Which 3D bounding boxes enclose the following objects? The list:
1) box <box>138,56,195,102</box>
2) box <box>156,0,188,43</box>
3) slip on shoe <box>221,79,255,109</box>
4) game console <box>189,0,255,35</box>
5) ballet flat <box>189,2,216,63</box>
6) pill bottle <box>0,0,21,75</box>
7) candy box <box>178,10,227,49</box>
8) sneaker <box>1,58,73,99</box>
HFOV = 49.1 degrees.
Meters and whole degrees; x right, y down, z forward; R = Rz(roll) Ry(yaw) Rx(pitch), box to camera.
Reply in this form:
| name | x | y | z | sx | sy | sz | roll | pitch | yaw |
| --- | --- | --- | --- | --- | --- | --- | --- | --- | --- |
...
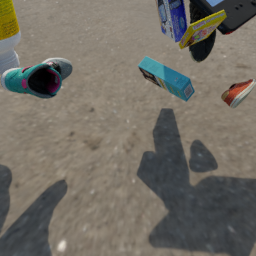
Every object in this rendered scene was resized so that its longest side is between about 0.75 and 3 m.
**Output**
| name | x | y | z | sx | sy | sz | roll | pitch | yaw |
| --- | --- | --- | --- | --- | --- | --- | --- | --- | --- |
| box | 0.987 | -1.304 | 7.358 | 1.545 | 0.636 | 0.380 | 37 | 84 | 35 |
| box | 1.245 | -3.329 | 8.135 | 0.465 | 1.333 | 2.240 | -15 | 27 | 4 |
| slip on shoe | 2.620 | -0.887 | 6.572 | 0.432 | 0.524 | 1.413 | 40 | 45 | 20 |
| game console | 2.225 | -3.736 | 7.041 | 2.410 | 0.423 | 2.725 | -37 | 81 | -31 |
| ballet flat | 2.102 | -2.916 | 8.073 | 0.762 | 0.651 | 2.292 | 8 | 78 | -6 |
| pill bottle | -3.420 | -2.734 | 6.535 | 1.481 | 2.840 | 1.481 | -2 | 37 | 1 |
| candy box | 1.048 | -1.403 | 4.088 | 0.489 | 0.956 | 0.126 | -26 | 92 | 3 |
| sneaker | -1.791 | -1.203 | 6.470 | 1.130 | 0.783 | 1.872 | 17 | 33 | 37 |
